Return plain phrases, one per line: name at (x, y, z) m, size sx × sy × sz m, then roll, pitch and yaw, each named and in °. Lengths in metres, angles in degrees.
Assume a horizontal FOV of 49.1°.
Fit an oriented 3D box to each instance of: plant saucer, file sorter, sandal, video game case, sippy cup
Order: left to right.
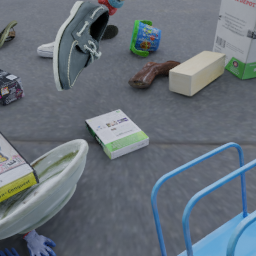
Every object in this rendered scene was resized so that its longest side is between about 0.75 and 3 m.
video game case at (-3.255, 0.910, 5.360) m, size 2.261 × 0.319 × 2.502 m, roll -27°, pitch 35°, yaw -30°
sandal at (-5.061, -3.840, 11.739) m, size 0.718 × 0.516 × 1.809 m, roll -23°, pitch 43°, yaw 35°
plant saucer at (-1.531, 1.096, 4.708) m, size 2.335 × 0.586 × 2.335 m, roll -31°, pitch 16°, yaw 10°
sippy cup at (0.692, -3.491, 10.865) m, size 1.087 × 1.484 × 1.165 m, roll 10°, pitch 9°, yaw -5°
file sorter at (1.800, 1.441, 3.180) m, size 1.922 × 1.699 × 2.770 m, roll -21°, pitch 20°, yaw -25°

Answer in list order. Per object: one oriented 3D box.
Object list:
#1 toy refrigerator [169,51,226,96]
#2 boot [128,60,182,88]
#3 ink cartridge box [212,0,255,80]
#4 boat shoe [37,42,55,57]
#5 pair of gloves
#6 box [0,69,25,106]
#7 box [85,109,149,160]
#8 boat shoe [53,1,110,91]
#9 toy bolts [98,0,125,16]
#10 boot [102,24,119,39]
toy refrigerator at (2.216, -1.744, 8.842) m, size 0.792 × 0.730 × 2.086 m, roll 22°, pitch 42°, yaw 36°
boot at (0.904, -1.668, 8.896) m, size 1.421 × 0.490 × 1.525 m, roll 5°, pitch 33°, yaw 28°
ink cartridge box at (3.862, -3.193, 9.160) m, size 1.083 × 2.577 × 1.881 m, roll -12°, pitch 39°, yaw -14°
boat shoe at (-2.340, -3.300, 10.762) m, size 2.313 × 0.808 × 0.820 m, roll -12°, pitch 39°, yaw -15°
pair of gloves at (-1.621, 2.030, 4.417) m, size 0.724 × 0.103 × 0.901 m, roll 28°, pitch 45°, yaw 34°
box at (-3.715, -1.219, 8.191) m, size 1.137 × 0.652 × 0.751 m, roll 24°, pitch 42°, yaw 26°
box at (-0.295, 0.106, 6.802) m, size 1.020 × 0.257 × 1.413 m, roll -19°, pitch 40°, yaw -23°
boat shoe at (-0.968, -1.868, 6.118) m, size 0.813 × 0.958 × 2.631 m, roll 7°, pitch 55°, yaw 3°
toy bolts at (-0.189, -3.016, 5.839) m, size 0.725 × 0.998 × 1.045 m, roll -3°, pitch 58°, yaw 54°
boot at (-1.445, -4.454, 12.541) m, size 1.586 × 0.633 × 1.745 m, roll -14°, pitch 33°, yaw -20°
